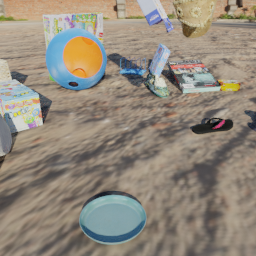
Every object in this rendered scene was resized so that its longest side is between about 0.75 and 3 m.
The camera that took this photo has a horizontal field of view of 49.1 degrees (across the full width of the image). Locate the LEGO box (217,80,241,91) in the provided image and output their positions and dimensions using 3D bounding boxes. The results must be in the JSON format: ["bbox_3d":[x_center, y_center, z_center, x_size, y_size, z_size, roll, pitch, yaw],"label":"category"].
[{"bbox_3d":[4.254,-1.820,11.891,0.831,0.321,0.619,1,25,1],"label":"LEGO box"}]

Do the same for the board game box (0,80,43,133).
[{"bbox_3d":[-3.607,-0.741,8.783,1.041,1.022,1.985,-19,31,-34],"label":"board game box"}]

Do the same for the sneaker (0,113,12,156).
[{"bbox_3d":[-3.605,0.524,6.269,1.299,1.105,2.936,-15,25,3],"label":"sneaker"}]

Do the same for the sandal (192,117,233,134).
[{"bbox_3d":[2.555,-0.106,8.273,1.412,0.318,0.530,-10,27,-21],"label":"sandal"}]

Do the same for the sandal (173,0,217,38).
[{"bbox_3d":[1.241,-2.057,4.908,0.861,0.773,2.349,-7,-14,12],"label":"sandal"}]

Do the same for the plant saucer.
[{"bbox_3d":[-0.258,1.596,4.875,1.156,0.158,1.156,-1,25,0],"label":"plant saucer"}]

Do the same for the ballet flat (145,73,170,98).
[{"bbox_3d":[1.180,-1.838,11.532,0.707,0.707,1.905,-8,27,-17],"label":"ballet flat"}]

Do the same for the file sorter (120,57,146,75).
[{"bbox_3d":[0.262,-3.196,14.320,1.206,0.740,0.837,7,26,16],"label":"file sorter"}]

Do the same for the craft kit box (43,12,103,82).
[{"bbox_3d":[-2.434,-3.862,13.191,2.868,2.904,0.705,-20,33,-36],"label":"craft kit box"}]

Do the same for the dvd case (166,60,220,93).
[{"bbox_3d":[2.804,-2.323,12.293,1.671,0.252,2.289,-6,42,-12],"label":"dvd case"}]

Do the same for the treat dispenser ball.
[{"bbox_3d":[-2.116,-2.799,11.532,2.471,2.471,2.471,0,25,0],"label":"treat dispenser ball"}]

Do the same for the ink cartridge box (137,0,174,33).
[{"bbox_3d":[0.529,-3.802,8.060,0.507,2.415,1.441,-27,13,23],"label":"ink cartridge box"}]

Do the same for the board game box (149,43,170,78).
[{"bbox_3d":[1.520,-3.316,13.792,0.342,1.412,1.867,20,23,-10],"label":"board game box"}]

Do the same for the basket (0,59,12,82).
[{"bbox_3d":[-5.629,-1.929,10.899,1.726,1.400,1.741,21,31,39],"label":"basket"}]
